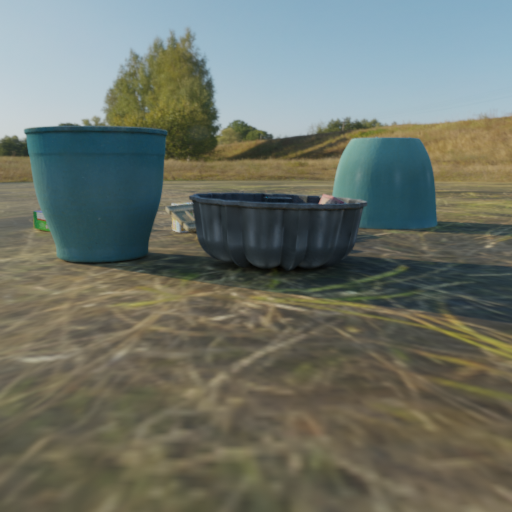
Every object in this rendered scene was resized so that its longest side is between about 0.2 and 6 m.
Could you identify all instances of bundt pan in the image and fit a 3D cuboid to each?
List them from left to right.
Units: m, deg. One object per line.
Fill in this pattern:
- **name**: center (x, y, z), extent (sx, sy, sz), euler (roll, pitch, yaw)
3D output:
- **bundt pan**: center (0.289, -0.375, 7.967), extent (2.503, 0.939, 2.503), euler (3, 8, 0)

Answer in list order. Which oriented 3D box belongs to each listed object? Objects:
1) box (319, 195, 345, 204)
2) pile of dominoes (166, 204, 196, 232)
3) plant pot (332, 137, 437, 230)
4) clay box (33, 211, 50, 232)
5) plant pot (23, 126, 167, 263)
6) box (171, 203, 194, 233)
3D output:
- **box**: center (1.033, -0.436, 7.942), extent (0.418, 0.766, 0.490), euler (24, 5, -14)
- **pile of dominoes**: center (-0.111, -0.545, 10.796), extent (2.757, 0.439, 2.149), euler (-8, 27, -25)
- **plant pot**: center (2.989, -1.751, 13.175), extent (2.508, 2.013, 2.508), euler (0, 10, 0)
- **clay box**: center (-3.802, -0.814, 12.307), extent (1.033, 0.428, 1.797), euler (10, 14, 42)
- **plant pot**: center (-2.331, -0.923, 8.434), extent (2.034, 1.911, 2.034), euler (0, 10, 0)
- **box**: center (-1.215, -0.830, 11.880), extent (1.067, 0.600, 0.541), euler (-4, 10, -24)
